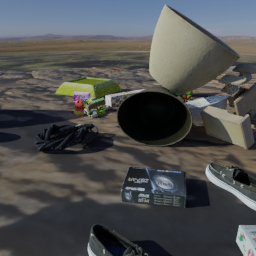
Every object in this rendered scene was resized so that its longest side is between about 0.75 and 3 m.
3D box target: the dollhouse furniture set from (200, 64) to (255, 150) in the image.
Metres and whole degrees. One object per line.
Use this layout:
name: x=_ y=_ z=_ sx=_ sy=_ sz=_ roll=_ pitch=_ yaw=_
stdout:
dollhouse furniture set: x=3.774 y=-0.601 z=8.994 sx=2.318 sy=2.032 sz=1.540 roll=-38 pitch=32 yaw=-18

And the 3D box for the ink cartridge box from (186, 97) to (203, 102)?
ink cartridge box: x=3.094 y=-1.140 z=12.837 sx=0.785 sy=0.358 sz=0.953 roll=2 pitch=20 yaw=4

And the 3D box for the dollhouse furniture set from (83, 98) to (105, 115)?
dollhouse furniture set: x=-1.176 y=-0.907 z=9.643 sx=0.662 sy=0.507 sz=1.010 roll=-26 pitch=-11 yaw=-9

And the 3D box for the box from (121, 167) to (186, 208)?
box: x=0.585 y=1.259 z=6.117 sx=1.327 sy=0.289 sz=1.063 roll=4 pitch=20 yaw=10

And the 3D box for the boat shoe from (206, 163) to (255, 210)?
boat shoe: x=2.414 y=1.126 z=6.144 sx=0.626 sy=0.517 sz=1.825 roll=-8 pitch=21 yaw=-22

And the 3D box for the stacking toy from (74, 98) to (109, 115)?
stacking toy: x=-1.564 y=-1.034 z=12.173 sx=1.295 sy=0.604 sz=1.430 roll=4 pitch=20 yaw=11

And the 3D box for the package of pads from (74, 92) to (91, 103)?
package of pads: x=-2.216 y=-1.486 z=13.594 sx=0.850 sy=0.512 sz=0.322 roll=4 pitch=19 yaw=10

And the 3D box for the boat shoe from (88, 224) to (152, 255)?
boat shoe: x=0.030 y=1.907 z=3.993 sx=1.666 sy=0.472 sz=0.572 roll=15 pitch=24 yaw=36

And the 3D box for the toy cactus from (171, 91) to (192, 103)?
toy cactus: x=2.073 y=-1.507 z=12.822 sx=1.339 sy=0.830 sz=1.623 roll=-3 pitch=14 yaw=-41

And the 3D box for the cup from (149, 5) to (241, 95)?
cup: x=1.921 y=-2.406 z=9.539 sx=2.948 sy=2.109 sz=2.948 roll=26 pitch=28 yaw=-15

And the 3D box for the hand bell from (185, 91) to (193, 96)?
hand bell: x=2.829 y=-2.000 z=14.088 sx=1.288 sy=1.288 sz=2.474 roll=-1 pitch=23 yaw=-2

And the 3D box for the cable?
cable: x=-2.050 y=0.205 z=8.765 sx=1.706 sy=0.531 sz=2.091 roll=11 pitch=23 yaw=29

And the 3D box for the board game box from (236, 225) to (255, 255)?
board game box: x=2.249 y=1.929 z=4.094 sx=0.858 sy=0.374 sz=1.163 roll=0 pitch=21 yaw=-2

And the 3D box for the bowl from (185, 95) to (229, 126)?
bowl: x=2.798 y=-0.585 z=10.227 sx=1.843 sy=0.828 sz=1.843 roll=-15 pitch=10 yaw=3

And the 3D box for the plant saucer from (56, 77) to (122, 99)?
plant saucer: x=-2.182 y=-2.361 z=15.850 sx=2.774 sy=0.665 sz=2.778 roll=10 pitch=21 yaw=27

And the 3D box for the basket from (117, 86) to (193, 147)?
basket: x=0.944 y=-0.585 z=9.443 sx=2.243 sy=1.692 sz=2.488 roll=7 pitch=17 yaw=7

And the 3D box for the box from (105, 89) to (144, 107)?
box: x=0.066 y=-1.490 z=13.631 sx=2.513 sy=0.486 sz=0.521 roll=-14 pitch=24 yaw=-34

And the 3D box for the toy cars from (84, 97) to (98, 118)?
toy cars: x=-1.509 y=-0.922 z=11.710 sx=0.623 sy=0.308 sz=1.390 roll=2 pitch=38 yaw=2
